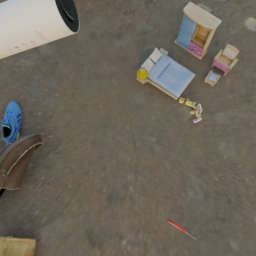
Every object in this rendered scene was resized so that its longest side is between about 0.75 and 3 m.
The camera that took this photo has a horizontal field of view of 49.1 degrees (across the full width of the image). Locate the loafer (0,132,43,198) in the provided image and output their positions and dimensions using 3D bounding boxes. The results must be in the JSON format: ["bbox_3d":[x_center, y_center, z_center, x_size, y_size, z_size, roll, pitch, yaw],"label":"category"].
[{"bbox_3d":[-3.329,1.309,7.957,0.979,1.007,2.759,41,81,1],"label":"loafer"}]

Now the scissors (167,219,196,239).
[{"bbox_3d":[1.303,2.375,6.434,1.046,0.383,0.073,38,72,-17],"label":"scissors"}]

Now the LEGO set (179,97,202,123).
[{"bbox_3d":[2.045,-0.679,8.827,0.456,0.369,0.991,-29,74,-9],"label":"LEGO set"}]

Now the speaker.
[{"bbox_3d":[-2.662,-2.411,6.683,2.901,1.178,1.178,-12,71,17],"label":"speaker"}]

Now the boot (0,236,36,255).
[{"bbox_3d":[-3.514,3.933,7.167,1.932,0.730,2.206,8,73,-11],"label":"boot"}]

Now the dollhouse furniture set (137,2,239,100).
[{"bbox_3d":[1.820,-2.025,8.608,2.358,1.630,2.498,37,76,11],"label":"dollhouse furniture set"}]

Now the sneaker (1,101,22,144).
[{"bbox_3d":[-3.598,-0.229,8.596,0.464,0.552,1.408,-3,70,1],"label":"sneaker"}]
